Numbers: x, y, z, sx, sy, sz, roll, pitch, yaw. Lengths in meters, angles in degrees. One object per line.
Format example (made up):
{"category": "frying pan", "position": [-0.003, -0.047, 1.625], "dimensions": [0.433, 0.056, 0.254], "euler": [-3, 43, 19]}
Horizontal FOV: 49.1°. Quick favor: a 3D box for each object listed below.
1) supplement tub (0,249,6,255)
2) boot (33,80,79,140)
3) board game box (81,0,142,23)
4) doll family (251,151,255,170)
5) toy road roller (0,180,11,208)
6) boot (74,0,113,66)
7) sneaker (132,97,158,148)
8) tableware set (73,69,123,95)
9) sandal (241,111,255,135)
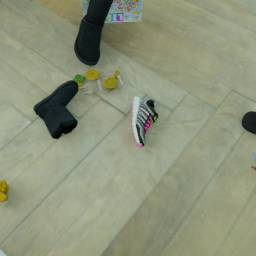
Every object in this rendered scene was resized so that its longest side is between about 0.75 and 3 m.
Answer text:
{"category": "supplement tub", "position": [-3.787, 3.614, 7.052], "dimensions": [0.855, 0.855, 1.296], "euler": [36, 64, 20]}
{"category": "boot", "position": [-2.157, -0.629, 9.720], "dimensions": [1.893, 0.723, 1.590], "euler": [-38, 62, -13]}
{"category": "board game box", "position": [-0.685, -5.422, 12.105], "dimensions": [2.572, 1.729, 0.440], "euler": [-3, 58, -1]}
{"category": "doll family", "position": [4.569, 1.177, 8.742], "dimensions": [1.580, 0.620, 0.913], "euler": [-6, 62, 2]}
{"category": "toy road roller", "position": [-3.737, 1.920, 8.324], "dimensions": [0.804, 0.494, 0.587], "euler": [28, 51, 16]}
{"category": "boot", "position": [-1.218, -4.202, 10.900], "dimensions": [1.075, 2.380, 2.905], "euler": [13, 53, -23]}
{"category": "sneaker", "position": [0.596, -0.262, 9.496], "dimensions": [0.882, 0.744, 2.017], "euler": [-2, 54, 6]}
{"category": "tableware set", "position": [-1.145, -1.804, 10.764], "dimensions": [1.833, 0.281, 1.235], "euler": [-15, 56, -8]}
{"category": "sandal", "position": [5.264, 0.164, 9.293], "dimensions": [2.876, 0.648, 1.080], "euler": [25, 62, 14]}
